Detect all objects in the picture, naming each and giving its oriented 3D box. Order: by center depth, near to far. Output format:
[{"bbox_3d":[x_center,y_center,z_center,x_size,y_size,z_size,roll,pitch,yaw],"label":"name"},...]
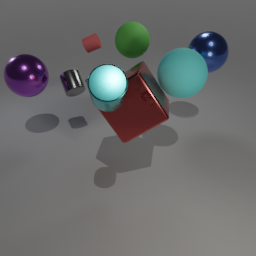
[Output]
[{"bbox_3d":[-0.367,-0.715,5.140,0.700,0.700,0.700,-2,-10,-3],"label":"cylinder"},{"bbox_3d":[0.154,-0.716,7.501,1.400,1.400,1.400,-30,17,19],"label":"cube"},{"bbox_3d":[1.533,-1.549,7.948,1.400,1.400,1.400,0,32,0],"label":"ball"},{"bbox_3d":[-3.334,-1.716,9.230,1.400,1.400,1.400,0,32,0],"label":"ball"},{"bbox_3d":[-1.898,-1.534,9.584,0.700,0.700,0.700,-17,77,-25],"label":"cylinder"},{"bbox_3d":[2.771,-2.632,9.770,1.400,1.400,1.400,0,32,0],"label":"ball"},{"bbox_3d":[0.172,-3.514,11.227,1.400,1.400,1.400,0,32,0],"label":"ball"},{"bbox_3d":[-1.695,-3.991,13.175,0.700,0.700,0.700,-20,30,12],"label":"cylinder"}]
